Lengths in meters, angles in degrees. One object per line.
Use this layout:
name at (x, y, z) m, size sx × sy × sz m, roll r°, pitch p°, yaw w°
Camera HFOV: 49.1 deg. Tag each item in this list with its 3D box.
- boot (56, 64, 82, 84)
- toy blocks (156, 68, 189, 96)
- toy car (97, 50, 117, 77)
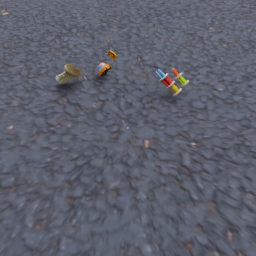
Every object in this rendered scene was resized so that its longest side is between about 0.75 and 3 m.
boot at (-2.087, -1.774, 9.351) m, size 0.794 × 1.022 × 0.372 m, roll -21°, pitch 87°, yaw 12°
toy blocks at (1.422, -1.650, 9.136) m, size 0.991 × 0.360 × 0.826 m, roll 46°, pitch 63°, yaw -8°
toy car at (-0.698, -2.317, 9.716) m, size 0.429 × 1.290 × 0.633 m, roll 45°, pitch 47°, yaw -1°
